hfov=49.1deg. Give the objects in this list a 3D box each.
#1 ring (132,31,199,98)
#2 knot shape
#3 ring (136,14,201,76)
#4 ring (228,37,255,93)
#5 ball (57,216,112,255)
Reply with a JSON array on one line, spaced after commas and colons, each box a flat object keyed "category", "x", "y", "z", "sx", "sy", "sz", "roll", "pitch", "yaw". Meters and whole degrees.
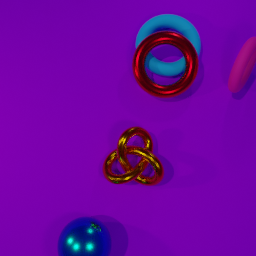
[{"category": "ring", "x": 0.995, "y": -1.689, "z": 7.492, "sx": 1.786, "sy": 0.357, "sz": 1.786, "roll": 0, "pitch": 93, "yaw": 2}, {"category": "knot shape", "x": 0.242, "y": 0.887, "z": 7.107, "sx": 1.499, "sy": 0.740, "sz": 1.602, "roll": 38, "pitch": 92, "yaw": 6}, {"category": "ring", "x": 1.138, "y": -2.354, "z": 7.929, "sx": 1.834, "sy": 0.367, "sz": 1.834, "roll": 0, "pitch": 80, "yaw": 0}, {"category": "ring", "x": 3.003, "y": -1.608, "z": 7.223, "sx": 0.293, "sy": 1.467, "sz": 1.467, "roll": 27, "pitch": 80, "yaw": 25}, {"category": "ball", "x": -1.013, "y": 2.733, "z": 6.568, "sx": 1.257, "sy": 1.257, "sz": 1.257, "roll": 0, "pitch": 80, "yaw": 0}]
